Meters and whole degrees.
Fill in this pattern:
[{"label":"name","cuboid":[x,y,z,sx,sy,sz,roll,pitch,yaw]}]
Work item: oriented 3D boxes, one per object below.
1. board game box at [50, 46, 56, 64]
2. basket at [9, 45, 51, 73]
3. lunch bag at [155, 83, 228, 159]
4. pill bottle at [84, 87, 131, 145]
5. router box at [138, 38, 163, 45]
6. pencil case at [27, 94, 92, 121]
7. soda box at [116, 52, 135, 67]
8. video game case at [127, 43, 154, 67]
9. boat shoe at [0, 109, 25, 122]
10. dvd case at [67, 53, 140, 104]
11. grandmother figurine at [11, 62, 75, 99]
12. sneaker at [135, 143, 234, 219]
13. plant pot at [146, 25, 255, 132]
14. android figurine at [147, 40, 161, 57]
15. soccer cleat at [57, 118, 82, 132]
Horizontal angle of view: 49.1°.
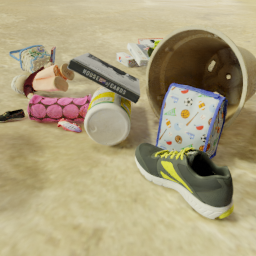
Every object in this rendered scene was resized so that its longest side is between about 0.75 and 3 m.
[{"label":"board game box","cuboid":[-2.900,-2.551,10.750,0.103,1.058,0.545,9,29,-7]},{"label":"basket","cuboid":[-4.083,-3.041,12.014,1.549,1.077,1.365,31,43,25]},{"label":"lunch bag","cuboid":[1.546,-0.160,6.769,1.401,1.648,1.021,22,31,33]},{"label":"pill bottle","cuboid":[-0.494,-0.514,7.797,1.172,1.172,2.078,0,29,1]},{"label":"router box","cuboid":[1.321,-4.490,15.057,1.446,0.353,1.297,-3,32,-5]},{"label":"pencil case","cuboid":[-2.005,-0.635,8.397,1.874,0.850,0.878,1,65,-1]},{"label":"soda box","cuboid":[-0.104,-3.155,12.886,0.395,0.369,1.160,-16,36,-24]},{"label":"video game case","cuboid":[1.631,-3.324,12.851,2.919,0.335,2.660,1,31,-14]},{"label":"boat shoe","cuboid":[-3.623,-0.386,8.485,0.944,0.296,0.345,-10,34,-14]},{"label":"dvd case","cuboid":[-0.530,-1.475,7.767,1.868,0.307,2.486,27,18,-7]},{"label":"grandmother figurine","cuboid":[-2.971,-1.591,9.381,2.654,0.804,1.610,-2,46,36]},{"label":"sneaker","cuboid":[1.149,0.769,5.867,0.931,1.058,2.501,-26,40,-37]},{"label":"plant pot","cuboid":[2.444,-1.401,8.107,2.897,2.897,2.652,26,29,35]},{"label":"android figurine","cuboid":[2.291,-3.218,11.973,2.773,0.569,2.524,-14,36,-29]},{"label":"soccer cleat","cuboid":[-1.656,-0.016,7.971,0.795,0.265,0.304,25,74,23]}]
